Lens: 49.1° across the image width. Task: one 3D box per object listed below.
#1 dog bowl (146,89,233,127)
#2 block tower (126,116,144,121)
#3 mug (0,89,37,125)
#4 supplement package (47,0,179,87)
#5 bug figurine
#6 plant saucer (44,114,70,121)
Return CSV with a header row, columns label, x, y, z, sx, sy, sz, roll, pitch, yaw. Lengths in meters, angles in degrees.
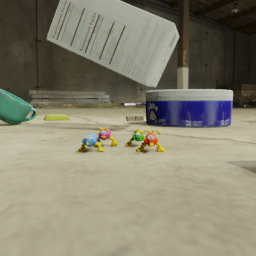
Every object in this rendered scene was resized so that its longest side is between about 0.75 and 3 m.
label,x,y,z,sx,sy,sz,roll,pitch,yaw
dog bowl,2.114,-0.719,9.948,3.001,1.182,3.001,0,5,0
block tower,0.301,-0.420,12.201,0.765,0.207,0.221,-1,6,-18
mug,-3.979,-0.597,9.735,1.444,0.893,1.186,31,-2,-16
supplement package,-0.327,-2.350,7.288,2.837,1.554,1.614,27,13,9
bug figurine,-0.112,0.168,4.564,1.366,0.351,1.059,0,5,-1
plant saucer,-3.294,-0.512,12.922,1.107,0.265,1.108,-2,5,-20
